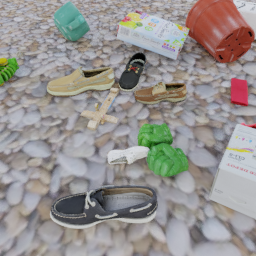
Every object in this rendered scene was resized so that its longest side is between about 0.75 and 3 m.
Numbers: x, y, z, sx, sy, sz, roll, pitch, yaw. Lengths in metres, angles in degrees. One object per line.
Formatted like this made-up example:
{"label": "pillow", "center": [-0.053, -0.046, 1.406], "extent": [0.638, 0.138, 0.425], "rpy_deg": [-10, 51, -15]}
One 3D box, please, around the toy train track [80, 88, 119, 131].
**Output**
{"label": "toy train track", "center": [-0.797, -0.780, 9.464], "extent": [1.276, 0.362, 2.225], "rpy_deg": [13, 44, 13]}

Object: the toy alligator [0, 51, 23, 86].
{"label": "toy alligator", "center": [-4.583, -2.310, 10.813], "extent": [0.689, 0.753, 2.540], "rpy_deg": [13, 44, 14]}

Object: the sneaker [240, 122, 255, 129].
{"label": "sneaker", "center": [3.882, 0.193, 8.184], "extent": [1.480, 0.668, 0.578], "rpy_deg": [8, 42, 6]}

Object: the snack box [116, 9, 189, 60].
{"label": "snack box", "center": [1.090, -4.058, 11.971], "extent": [2.703, 0.716, 1.922], "rpy_deg": [22, 46, 6]}

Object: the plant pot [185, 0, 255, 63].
{"label": "plant pot", "center": [3.950, -4.094, 11.824], "extent": [2.332, 2.332, 2.268], "rpy_deg": [-12, 53, -12]}

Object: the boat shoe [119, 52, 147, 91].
{"label": "boat shoe", "center": [0.178, -2.193, 10.777], "extent": [0.765, 0.656, 2.092], "rpy_deg": [18, 47, 8]}

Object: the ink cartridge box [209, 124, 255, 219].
{"label": "ink cartridge box", "center": [2.927, 1.024, 6.832], "extent": [1.264, 1.259, 1.740], "rpy_deg": [20, 46, 22]}

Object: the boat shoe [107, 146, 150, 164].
{"label": "boat shoe", "center": [0.028, 0.813, 7.726], "extent": [1.192, 0.422, 0.413], "rpy_deg": [-10, 43, 3]}

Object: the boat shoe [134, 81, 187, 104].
{"label": "boat shoe", "center": [1.146, -1.306, 9.779], "extent": [1.863, 0.688, 0.705], "rpy_deg": [-4, 43, -4]}

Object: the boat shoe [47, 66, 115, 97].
{"label": "boat shoe", "center": [-1.731, -1.810, 10.121], "extent": [2.467, 0.940, 0.884], "rpy_deg": [-12, 47, -10]}

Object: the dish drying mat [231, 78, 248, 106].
{"label": "dish drying mat", "center": [4.058, -1.337, 10.229], "extent": [0.599, 0.142, 1.559], "rpy_deg": [11, 43, 11]}

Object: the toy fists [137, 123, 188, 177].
{"label": "toy fists", "center": [0.875, 0.555, 7.810], "extent": [0.973, 0.656, 1.908], "rpy_deg": [-14, 46, -11]}

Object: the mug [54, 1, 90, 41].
{"label": "mug", "center": [-2.669, -4.823, 12.753], "extent": [1.158, 1.873, 1.539], "rpy_deg": [-40, 87, -2]}

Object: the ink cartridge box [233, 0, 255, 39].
{"label": "ink cartridge box", "center": [5.463, -5.414, 13.704], "extent": [2.857, 1.204, 2.086], "rpy_deg": [21, 41, 23]}

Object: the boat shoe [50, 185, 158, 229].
{"label": "boat shoe", "center": [-0.562, 1.743, 6.441], "extent": [2.504, 0.756, 0.925], "rpy_deg": [1, 43, 1]}
